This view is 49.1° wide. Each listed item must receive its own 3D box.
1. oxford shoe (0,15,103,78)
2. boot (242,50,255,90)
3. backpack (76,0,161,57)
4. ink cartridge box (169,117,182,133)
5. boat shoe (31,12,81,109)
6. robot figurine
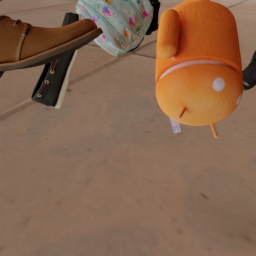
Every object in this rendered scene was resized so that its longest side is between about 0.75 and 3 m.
[{"bbox_3d":[-1.522,-1.204,3.865,2.378,0.848,0.848,-19,12,-10],"label":"oxford shoe"},{"bbox_3d":[3.150,-1.585,5.758,0.585,1.783,1.470,36,79,3],"label":"boot"},{"bbox_3d":[-0.319,-3.167,7.900,2.442,1.852,2.926,35,3,-10],"label":"backpack"},{"bbox_3d":[0.992,-0.303,6.251,0.180,0.815,0.383,-17,1,9],"label":"ink cartridge box"},{"bbox_3d":[-1.756,-1.720,6.947,0.761,2.427,0.888,15,8,-28],"label":"boat shoe"},{"bbox_3d":[1.245,-1.133,4.976,1.488,1.836,2.552,2,66,6],"label":"robot figurine"}]
